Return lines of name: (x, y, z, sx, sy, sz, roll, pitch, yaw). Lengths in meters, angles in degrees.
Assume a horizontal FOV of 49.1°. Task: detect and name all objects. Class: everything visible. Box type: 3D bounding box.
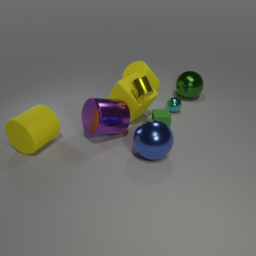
cube: (0.162, -1.283, 12.091, 1.400, 1.400, 1.400, 47, 47, 9)
cylinder: (-3.486, 0.034, 10.352, 1.400, 1.400, 1.400, 15, 34, 24)
ball: (3.106, -2.178, 14.149, 1.400, 1.400, 1.400, 0, 30, 0)
cylinder: (0.557, -1.564, 10.959, 0.700, 0.700, 0.700, -19, 79, -28)
ball: (2.140, -1.081, 12.972, 0.700, 0.700, 0.700, 0, 30, 0)
cylinder: (0.651, -2.361, 13.921, 1.400, 1.400, 1.400, -17, 57, 28)
cube: (1.372, -0.327, 11.624, 0.700, 0.700, 0.700, 0, 31, -3)
ball: (0.883, 0.405, 9.736, 1.400, 1.400, 1.400, 0, 30, 0)
cylinder: (-0.863, -0.438, 10.825, 1.400, 1.400, 1.400, -2, 26, -38)
